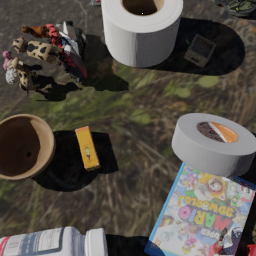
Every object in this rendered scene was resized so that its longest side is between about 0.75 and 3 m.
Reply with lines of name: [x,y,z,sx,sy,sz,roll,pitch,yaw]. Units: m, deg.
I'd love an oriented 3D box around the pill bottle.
pill bottle: [-1.757,3.194,6.652,2.515,1.504,1.504,-8,66,-4]

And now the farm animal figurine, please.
farm animal figurine: [-3.247,-2.179,8.826,2.194,1.103,1.771,-40,79,20]

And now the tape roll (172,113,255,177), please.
tape roll: [2.338,0.390,7.677,2.174,0.718,2.174,8,29,-5]

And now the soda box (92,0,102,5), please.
soda box: [-1.213,-5.548,11.084,0.491,0.456,1.438,-4,66,-2]

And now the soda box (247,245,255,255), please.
soda box: [3.294,4.060,6.684,0.801,0.725,2.288,14,66,5]

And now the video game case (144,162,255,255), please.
video game case: [2.031,2.447,7.638,2.137,0.266,2.986,25,69,10]

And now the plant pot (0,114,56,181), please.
plant pot: [-2.992,0.638,8.114,1.926,0.889,1.926,0,67,1]

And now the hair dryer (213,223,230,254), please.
hair dryer: [2.337,2.821,6.978,0.224,0.629,0.826,31,101,27]

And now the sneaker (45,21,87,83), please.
sneaker: [-1.875,-2.717,9.567,1.278,0.924,2.615,-27,67,-9]

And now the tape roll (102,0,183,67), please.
tape roll: [0.450,-3.611,9.505,2.586,1.775,2.586,0,67,0]

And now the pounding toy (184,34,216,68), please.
pounding toy: [2.409,-2.741,9.807,0.989,0.703,0.910,29,70,1]

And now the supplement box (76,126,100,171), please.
supplement box: [-1.200,0.619,8.381,0.425,0.439,1.277,-16,65,-6]

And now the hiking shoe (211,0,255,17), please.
hiking shoe: [3.978,-4.924,10.520,1.943,0.978,0.736,31,70,13]
